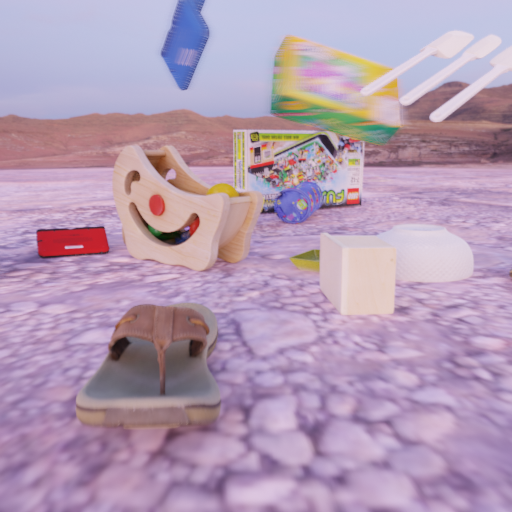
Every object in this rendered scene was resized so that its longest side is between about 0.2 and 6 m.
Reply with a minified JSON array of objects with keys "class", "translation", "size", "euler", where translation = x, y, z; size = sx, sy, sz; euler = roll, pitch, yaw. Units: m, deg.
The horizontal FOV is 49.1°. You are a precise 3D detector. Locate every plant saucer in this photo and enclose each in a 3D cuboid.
[{"class":"plant saucer","translation":[1.076,0.100,8.561],"size":[0.876,0.210,0.878],"euler":[7,14,31]}]

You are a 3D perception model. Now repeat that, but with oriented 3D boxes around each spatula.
[{"class":"spatula","translation":[3.224,-3.103,9.398],"size":[2.848,0.229,1.980],"euler":[-37,49,-22]}]

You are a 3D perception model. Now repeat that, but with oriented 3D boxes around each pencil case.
[{"class":"pencil case","translation":[1.088,-1.356,14.206],"size":[0.988,0.887,2.274],"euler":[-21,5,18]}]

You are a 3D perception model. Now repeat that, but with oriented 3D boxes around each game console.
[{"class":"game console","translation":[-3.281,-0.132,10.000],"size":[1.171,0.695,1.009],"euler":[-5,43,-21]},{"class":"game console","translation":[-1.030,-3.905,9.809],"size":[0.899,1.297,1.519],"euler":[-21,-14,-30]}]

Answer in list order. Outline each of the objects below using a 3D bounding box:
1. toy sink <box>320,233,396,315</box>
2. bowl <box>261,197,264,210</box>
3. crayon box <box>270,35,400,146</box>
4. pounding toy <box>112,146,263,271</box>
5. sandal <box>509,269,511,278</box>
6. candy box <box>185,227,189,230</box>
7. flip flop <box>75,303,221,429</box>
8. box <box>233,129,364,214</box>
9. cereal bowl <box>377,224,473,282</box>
[{"class":"toy sink","translation":[1.211,0.172,6.755],"size":[0.669,0.778,1.194],"euler":[-1,10,-5]},{"class":"bowl","translation":[-0.481,-0.961,12.575],"size":[1.358,0.731,1.358],"euler":[-1,10,0]},{"class":"crayon box","translation":[1.589,-3.265,11.131],"size":[2.497,1.483,0.727],"euler":[12,-26,-16]},{"class":"pounding toy","translation":[-1.157,-0.928,9.522],"size":[3.247,1.857,1.863],"euler":[10,15,39]},{"class":"sandal","translation":[4.083,0.072,7.980],"size":[0.722,0.486,1.799],"euler":[8,13,34]},{"class":"candy box","translation":[-1.618,-0.708,12.182],"size":[0.908,0.387,1.082],"euler":[0,11,-2]},{"class":"flip flop","translation":[-0.726,0.664,4.398],"size":[1.004,0.712,2.475],"euler":[0,11,1]},{"class":"box","translation":[1.312,-2.471,16.176],"size":[4.189,2.305,0.727],"euler":[-8,14,-32]},{"class":"cereal bowl","translation":[2.434,-0.103,8.433],"size":[1.616,0.673,1.616],"euler":[0,10,0]}]
